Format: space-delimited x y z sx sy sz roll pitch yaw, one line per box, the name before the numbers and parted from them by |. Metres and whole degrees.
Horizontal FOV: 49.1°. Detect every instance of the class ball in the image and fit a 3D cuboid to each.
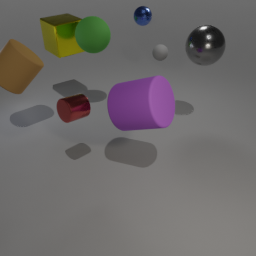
ball | 0.556 -4.226 10.570 0.700 0.700 0.700 0 31 0
ball | -1.387 -3.673 11.072 1.400 1.400 1.400 0 31 0
ball | 2.770 -2.949 10.056 1.400 1.400 1.400 0 31 0
ball | 1.428 -3.331 12.385 0.700 0.700 0.700 0 31 0

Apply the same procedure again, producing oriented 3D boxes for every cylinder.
cylinder | -1.543 -0.567 7.952 0.700 0.700 0.700 26 34 36
cylinder | -3.986 -2.168 9.981 1.400 1.400 1.400 41 10 -9
cylinder | 0.382 -0.652 7.792 1.400 1.400 1.400 -4 24 35

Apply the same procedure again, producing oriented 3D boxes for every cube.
cube | -2.811 -4.061 12.248 1.400 1.400 1.400 -26 43 -31
